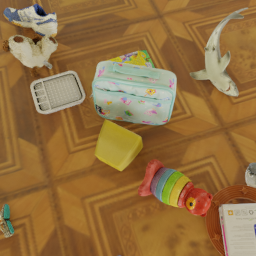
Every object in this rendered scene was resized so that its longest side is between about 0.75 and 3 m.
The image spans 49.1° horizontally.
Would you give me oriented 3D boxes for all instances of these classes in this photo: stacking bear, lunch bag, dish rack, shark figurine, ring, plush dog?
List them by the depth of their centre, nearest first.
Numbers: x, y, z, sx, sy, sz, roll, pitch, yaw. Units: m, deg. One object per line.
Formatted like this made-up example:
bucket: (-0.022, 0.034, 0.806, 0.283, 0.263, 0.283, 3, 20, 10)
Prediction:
stacking bear: (1.383, 1.739, 7.721, 1.833, 1.042, 1.113, 24, 98, 33)
ring: (3.295, 2.682, 7.849, 2.203, 0.211, 2.203, -1, 67, 2)
lunch bag: (0.138, -1.064, 8.864, 2.660, 2.133, 1.025, 8, 61, 3)
dish rack: (-2.468, -1.221, 9.955, 1.719, 0.374, 1.475, -19, 63, -10)
shark figurine: (3.361, -2.747, 10.205, 1.798, 3.009, 1.256, 11, 17, 38)
plush dog: (-3.759, -2.896, 10.529, 1.811, 1.453, 1.555, -17, 44, -40)

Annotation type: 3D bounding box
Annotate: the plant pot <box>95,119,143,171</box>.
plant pot: (-0.338, 0.624, 8.579, 1.218, 1.218, 1.074, 26, 77, 13)

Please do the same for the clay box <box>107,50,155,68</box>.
clay box: (-0.027, -2.180, 10.384, 1.856, 0.442, 1.066, -17, 63, -7)

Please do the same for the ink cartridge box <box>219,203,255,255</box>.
ink cartridge box: (3.254, 3.415, 7.167, 1.362, 0.533, 2.876, -2, 65, 2)

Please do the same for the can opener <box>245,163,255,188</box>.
can opener: (4.723, 1.636, 8.200, 2.544, 0.846, 0.670, 14, 79, 2)

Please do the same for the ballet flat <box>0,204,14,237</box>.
ballet flat: (-3.505, 2.643, 7.953, 0.349, 0.315, 0.928, -25, 66, 3)

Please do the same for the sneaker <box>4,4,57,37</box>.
sneaker: (-3.844, -4.512, 11.204, 2.351, 1.036, 0.885, 22, 33, 6)
